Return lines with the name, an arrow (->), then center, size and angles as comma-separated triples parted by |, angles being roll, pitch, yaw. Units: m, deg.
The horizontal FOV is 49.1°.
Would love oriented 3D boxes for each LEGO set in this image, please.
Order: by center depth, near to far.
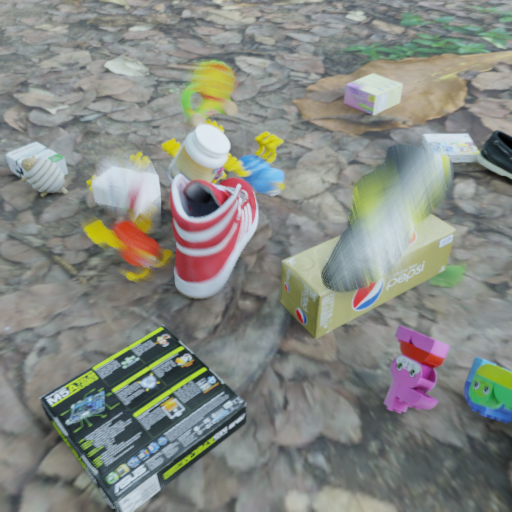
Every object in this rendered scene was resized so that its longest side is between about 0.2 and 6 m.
LEGO set -> 3.182, 2.270, 6.878 | 1.429, 1.537, 3.746 | 22, 0, -27

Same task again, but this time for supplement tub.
supplement tub -> -1.030, -1.727, 10.106 | 0.803, 1.112, 0.803 | 21, 45, -23

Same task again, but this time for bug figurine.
bug figurine -> -1.426, -1.262, 10.876 | 3.938, 1.013, 3.054 | -30, 42, -13

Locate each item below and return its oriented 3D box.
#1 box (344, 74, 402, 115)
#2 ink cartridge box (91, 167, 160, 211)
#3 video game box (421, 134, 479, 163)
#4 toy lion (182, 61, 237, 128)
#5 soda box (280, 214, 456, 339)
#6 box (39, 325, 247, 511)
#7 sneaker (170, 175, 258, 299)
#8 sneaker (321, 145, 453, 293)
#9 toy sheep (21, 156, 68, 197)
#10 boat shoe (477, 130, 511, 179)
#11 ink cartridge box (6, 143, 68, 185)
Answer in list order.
box -> 3.339, -4.625, 16.004 | 1.238, 0.599, 1.089 | -30, 48, -32
ink cartridge box -> -2.150, -1.115, 9.277 | 0.906, 0.388, 0.668 | 13, 38, 17
video game box -> 4.804, -2.670, 13.864 | 1.159, 0.271, 1.056 | 0, 37, -1
toy lion -> -0.978, -3.352, 11.477 | 1.201, 1.152, 0.412 | -26, 24, -16
soda box -> 1.949, 0.181, 9.782 | 3.124, 1.000, 1.058 | -22, 44, -26
box -> -1.555, 2.142, 7.786 | 2.116, 0.503, 2.044 | -31, 46, -31
sneaker -> -0.687, -1.010, 10.476 | 1.227, 1.937, 3.445 | 8, 39, 8
sneaker -> 1.726, -0.542, 8.068 | 2.444, 0.910, 1.034 | -48, 51, 2
toy sheep -> -4.601, -1.719, 12.213 | 0.789, 1.144, 0.789 | -32, 37, 28
boat shoe -> 6.338, -2.031, 12.478 | 1.006, 0.892, 2.691 | -29, 53, -35
ink cartridge box -> -5.100, -2.128, 13.023 | 1.161, 0.482, 0.851 | 29, 48, 31
